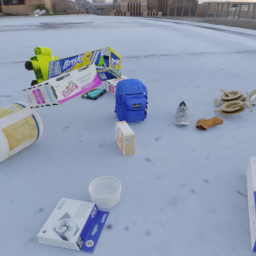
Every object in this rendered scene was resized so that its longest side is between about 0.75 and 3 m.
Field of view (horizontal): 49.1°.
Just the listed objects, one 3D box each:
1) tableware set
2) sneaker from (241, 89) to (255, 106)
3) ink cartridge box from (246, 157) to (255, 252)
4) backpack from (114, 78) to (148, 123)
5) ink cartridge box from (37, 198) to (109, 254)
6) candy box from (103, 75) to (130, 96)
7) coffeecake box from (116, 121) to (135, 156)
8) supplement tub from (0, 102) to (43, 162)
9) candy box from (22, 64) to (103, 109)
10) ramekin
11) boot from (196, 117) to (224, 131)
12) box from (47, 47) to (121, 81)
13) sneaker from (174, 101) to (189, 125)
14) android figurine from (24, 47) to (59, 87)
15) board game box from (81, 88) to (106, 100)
[{"bbox_3d":[4.563,-1.214,12.287,1.570,0.476,2.375,-11,23,22],"label":"tableware set"},{"bbox_3d":[5.671,-1.232,12.837,1.354,0.594,0.512,-33,15,-12],"label":"sneaker"},{"bbox_3d":[3.732,1.818,6.858,1.383,0.650,2.942,8,29,16],"label":"ink cartridge box"},{"bbox_3d":[0.221,-1.124,11.380,1.330,1.637,1.374,-9,29,-18],"label":"backpack"},{"bbox_3d":[-1.225,2.214,6.530,1.290,0.262,1.287,6,28,11],"label":"ink cartridge box"},{"bbox_3d":[-0.268,-2.117,14.398,1.301,0.582,1.908,-17,32,-28],"label":"candy box"},{"bbox_3d":[-0.105,0.338,9.527,0.372,0.782,1.019,-9,29,-16],"label":"coffeecake box"},{"bbox_3d":[-4.009,0.162,9.060,1.514,1.514,2.093,15,31,26],"label":"supplement tub"},{"bbox_3d":[-1.987,-1.184,8.259,1.504,0.673,2.206,-31,18,-32],"label":"candy box"},{"bbox_3d":[-0.594,1.699,7.312,0.847,0.445,0.847,0,27,0],"label":"ramekin"},{"bbox_3d":[3.158,-0.131,10.898,0.997,0.367,0.771,1,24,28],"label":"boot"},{"bbox_3d":[-1.585,-2.132,10.166,2.636,0.848,0.924,-5,-13,25],"label":"box"},{"bbox_3d":[2.191,-0.624,11.495,0.591,0.649,1.583,2,28,4],"label":"sneaker"},{"bbox_3d":[-3.132,-2.187,11.343,0.487,2.159,2.372,-13,6,23],"label":"android figurine"},{"bbox_3d":[-1.706,-1.721,14.100,0.797,0.166,1.179,11,30,19],"label":"board game box"}]
